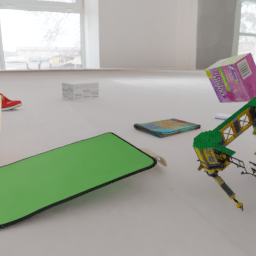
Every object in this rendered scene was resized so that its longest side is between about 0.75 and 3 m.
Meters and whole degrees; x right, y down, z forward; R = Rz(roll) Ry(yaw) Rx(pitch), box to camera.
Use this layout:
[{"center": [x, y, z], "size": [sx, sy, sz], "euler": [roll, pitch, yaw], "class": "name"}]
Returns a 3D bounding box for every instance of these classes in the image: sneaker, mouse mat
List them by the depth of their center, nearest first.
[{"center": [-1.122, 0.726, 5.064], "size": [2.736, 0.103, 2.202], "euler": [-19, 21, -21], "class": "mouse mat"}, {"center": [-5.315, -1.157, 11.695], "size": [1.856, 0.788, 0.715], "euler": [3, 15, 13], "class": "sneaker"}]

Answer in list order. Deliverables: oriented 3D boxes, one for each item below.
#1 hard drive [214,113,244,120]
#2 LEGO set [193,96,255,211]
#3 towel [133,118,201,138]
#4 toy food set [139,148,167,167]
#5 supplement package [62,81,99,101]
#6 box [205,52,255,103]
[{"center": [3.663, -0.392, 10.120], "size": [0.907, 0.115, 0.599], "euler": [9, 17, 31], "class": "hard drive"}, {"center": [2.535, 0.677, 4.368], "size": [2.125, 1.601, 2.764], "euler": [-40, 28, -21], "class": "LEGO set"}, {"center": [1.220, -0.058, 8.717], "size": [1.773, 0.192, 1.300], "euler": [-11, 19, -36], "class": "towel"}, {"center": [0.082, 0.679, 5.750], "size": [1.225, 0.370, 0.879], "euler": [0, 6, -13], "class": "toy food set"}, {"center": [-2.490, -1.976, 14.665], "size": [1.549, 0.859, 1.206], "euler": [-12, 19, -39], "class": "supplement package"}, {"center": [2.251, -1.027, 5.942], "size": [0.476, 0.867, 0.985], "euler": [-33, 14, -14], "class": "box"}]
